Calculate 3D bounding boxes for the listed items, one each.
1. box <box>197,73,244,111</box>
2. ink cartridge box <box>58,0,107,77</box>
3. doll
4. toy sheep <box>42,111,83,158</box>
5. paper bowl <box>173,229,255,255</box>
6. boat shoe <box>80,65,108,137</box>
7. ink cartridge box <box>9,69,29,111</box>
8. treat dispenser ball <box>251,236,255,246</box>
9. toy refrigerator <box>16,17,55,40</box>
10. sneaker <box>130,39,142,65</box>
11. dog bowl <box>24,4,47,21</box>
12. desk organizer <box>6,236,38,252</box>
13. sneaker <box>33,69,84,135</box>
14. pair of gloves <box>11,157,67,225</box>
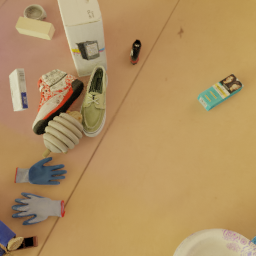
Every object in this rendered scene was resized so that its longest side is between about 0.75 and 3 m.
[{"bbox_3d":[3.553,-1.376,10.781,1.666,0.410,0.686,-32,73,-11],"label":"box"},{"bbox_3d":[-1.657,-3.628,10.240,1.282,2.995,2.211,-15,70,-5],"label":"ink cartridge box"},{"bbox_3d":[-4.744,3.148,8.821,2.840,0.688,1.938,31,88,16],"label":"doll"},{"bbox_3d":[-2.248,0.231,9.692,1.366,1.366,1.981,28,72,10],"label":"toy sheep"},{"bbox_3d":[2.572,4.357,8.069,2.729,1.419,2.729,0,69,0],"label":"paper bowl"},{"bbox_3d":[-1.284,-1.052,10.420,0.984,0.848,2.732,3,69,1],"label":"boat shoe"},{"bbox_3d":[-3.421,-1.156,8.770,0.266,1.230,1.207,-9,95,-30],"label":"ink cartridge box"},{"bbox_3d":[4.225,3.746,8.596,0.907,0.907,0.907,0,69,0],"label":"treat dispenser ball"},{"bbox_3d":[-3.892,-4.185,11.807,1.443,0.505,0.548,13,77,6],"label":"toy refrigerator"},{"bbox_3d":[0.311,-3.121,11.376,0.391,0.540,1.106,11,71,2],"label":"sneaker"},{"bbox_3d":[-4.064,-4.951,12.199,0.986,0.289,0.986,0,70,-1],"label":"dog bowl"},{"bbox_3d":[-3.394,3.680,8.896,0.943,0.363,0.338,-9,70,-4],"label":"desk organizer"},{"bbox_3d":[-2.963,-1.044,10.421,1.416,0.882,2.642,32,69,12],"label":"sneaker"},{"bbox_3d":[-3.010,2.108,9.562,1.819,0.258,2.263,-1,70,-2],"label":"pair of gloves"}]
